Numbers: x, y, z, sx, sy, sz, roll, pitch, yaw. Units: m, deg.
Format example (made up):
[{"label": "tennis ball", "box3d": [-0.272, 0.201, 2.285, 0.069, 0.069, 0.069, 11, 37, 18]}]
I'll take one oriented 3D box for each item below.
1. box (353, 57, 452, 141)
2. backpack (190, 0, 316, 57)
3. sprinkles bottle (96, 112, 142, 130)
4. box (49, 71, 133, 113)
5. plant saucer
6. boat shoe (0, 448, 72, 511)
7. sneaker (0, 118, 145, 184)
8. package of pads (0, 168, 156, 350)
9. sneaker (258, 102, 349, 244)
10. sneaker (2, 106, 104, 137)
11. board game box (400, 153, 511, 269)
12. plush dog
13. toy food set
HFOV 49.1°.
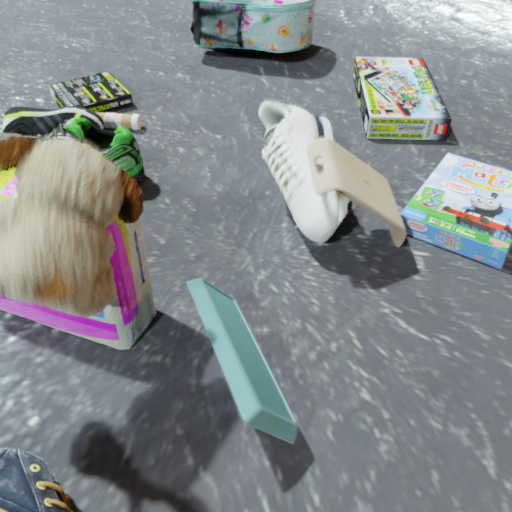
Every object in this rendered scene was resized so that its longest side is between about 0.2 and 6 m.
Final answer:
[{"label": "box", "box3d": [3.550, -4.033, 14.090, 1.903, 0.600, 3.458, 1, 41, 1]}, {"label": "backpack", "box3d": [0.097, -7.127, 16.196, 3.321, 2.546, 2.919, 18, 36, 11]}, {"label": "sprinkles bottle", "box3d": [-3.300, -3.207, 13.331, 1.091, 0.372, 0.372, 5, 42, 6]}, {"label": "box", "box3d": [-4.242, -4.120, 14.359, 1.647, 0.405, 1.705, -21, 45, -25]}, {"label": "plant saucer", "box3d": [-0.222, 1.278, 7.623, 0.263, 0.968, 2.768, -45, 39, 12]}, {"label": "boat shoe", "box3d": [-2.249, 2.860, 5.933, 2.898, 1.025, 1.316, 7, 46, 12]}, {"label": "sneaker", "box3d": [-3.915, -2.248, 11.371, 3.242, 1.381, 1.265, 3, 42, -1]}, {"label": "package of pads", "box3d": [-3.234, -0.188, 8.246, 3.326, 2.570, 1.134, 14, 42, 16]}, {"label": "sneaker", "box3d": [0.750, -1.591, 10.352, 1.328, 1.260, 3.298, 22, 39, -30]}, {"label": "sneaker", "box3d": [-4.639, -2.776, 12.743, 2.333, 0.837, 0.966, -1, 67, -1]}, {"label": "board game box", "box3d": [4.120, -0.970, 10.721, 1.946, 0.471, 2.573, 23, 46, 25]}, {"label": "plush dog", "box3d": [-2.215, -0.390, 6.174, 2.174, 1.868, 1.745, 20, -14, -32]}, {"label": "toy food set", "box3d": [1.695, -1.062, 9.612, 1.939, 0.586, 1.391, 27, 37, -27]}]
